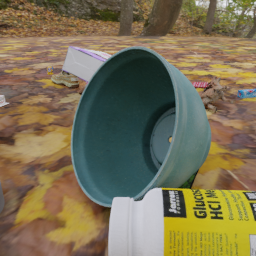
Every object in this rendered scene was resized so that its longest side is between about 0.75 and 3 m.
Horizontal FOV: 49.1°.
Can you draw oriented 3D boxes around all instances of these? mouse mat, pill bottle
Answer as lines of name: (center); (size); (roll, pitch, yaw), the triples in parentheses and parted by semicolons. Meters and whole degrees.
mouse mat: (0.977, 0.982, 6.621); (1.290, 0.060, 1.603); (9, 23, 22)
pill bottle: (0.874, 1.463, 3.852); (2.196, 1.235, 1.235); (1, 22, 3)

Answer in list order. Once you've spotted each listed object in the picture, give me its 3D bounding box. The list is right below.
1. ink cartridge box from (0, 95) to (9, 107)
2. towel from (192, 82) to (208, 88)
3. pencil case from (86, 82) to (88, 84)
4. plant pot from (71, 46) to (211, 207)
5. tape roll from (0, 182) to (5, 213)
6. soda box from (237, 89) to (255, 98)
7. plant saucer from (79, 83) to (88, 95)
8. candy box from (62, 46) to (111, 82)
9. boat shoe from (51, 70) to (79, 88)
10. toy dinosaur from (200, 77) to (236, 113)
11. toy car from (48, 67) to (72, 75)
ink cartridge box: (-5.420, -1.117, 11.354); (1.016, 0.343, 0.592); (7, 23, 16)
towel: (3.828, -2.157, 14.188); (1.137, 0.128, 0.822); (5, 25, 17)
pencil case: (-1.526, -1.950, 12.856); (0.833, 0.807, 1.779); (26, 13, -21)
plant pot: (0.436, 0.106, 5.650); (1.935, 2.889, 2.889); (15, 8, -41)
tape roll: (-3.109, 1.346, 5.131); (1.510, 0.499, 1.510); (-1, 22, 0)
soda box: (5.323, -1.524, 12.387); (0.914, 0.310, 0.293); (-6, 23, -15)
plant saucer: (-0.332, -1.215, 9.076); (2.486, 0.455, 2.486); (5, 1, 0)
candy box: (-0.908, -2.513, 12.217); (2.515, 1.073, 2.998); (26, 18, 15)
boat shoe: (-3.247, -2.663, 14.505); (2.128, 0.810, 0.763); (18, 29, 38)
toy dinosaur: (3.198, -1.236, 11.071); (2.112, 0.906, 1.431); (-27, 25, -26)
toy car: (-4.094, -3.349, 16.435); (1.897, 0.631, 0.930); (7, 23, 14)
